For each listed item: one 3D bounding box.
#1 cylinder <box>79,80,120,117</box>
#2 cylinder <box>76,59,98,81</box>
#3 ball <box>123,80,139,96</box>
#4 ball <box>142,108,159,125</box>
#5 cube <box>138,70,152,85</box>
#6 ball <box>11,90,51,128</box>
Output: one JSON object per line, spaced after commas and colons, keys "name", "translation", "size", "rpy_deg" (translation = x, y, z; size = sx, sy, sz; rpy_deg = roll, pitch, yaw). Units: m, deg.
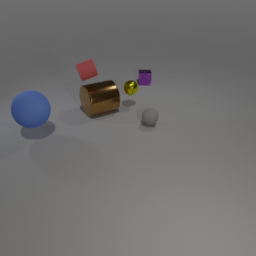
{"name": "cylinder", "translation": [-1.265, -1.343, 12.514], "size": [1.400, 1.400, 1.400], "rpy_deg": [-17, 34, -26]}
{"name": "cylinder", "translation": [-1.621, -2.307, 11.125], "size": [0.700, 0.700, 0.700], "rpy_deg": [-21, 33, -2]}
{"name": "ball", "translation": [0.130, -1.833, 12.773], "size": [0.700, 0.700, 0.700], "rpy_deg": [0, 30, 0]}
{"name": "ball", "translation": [0.920, -0.466, 11.624], "size": [0.700, 0.700, 0.700], "rpy_deg": [0, 30, 0]}
{"name": "cube", "translation": [0.951, -2.852, 15.796], "size": [0.700, 0.700, 0.700], "rpy_deg": [-1, 30, -1]}
{"name": "ball", "translation": [-3.576, -0.690, 10.356], "size": [1.400, 1.400, 1.400], "rpy_deg": [0, 30, 0]}
